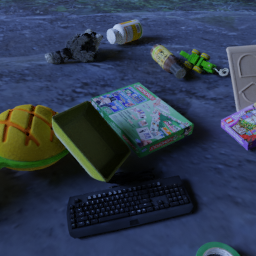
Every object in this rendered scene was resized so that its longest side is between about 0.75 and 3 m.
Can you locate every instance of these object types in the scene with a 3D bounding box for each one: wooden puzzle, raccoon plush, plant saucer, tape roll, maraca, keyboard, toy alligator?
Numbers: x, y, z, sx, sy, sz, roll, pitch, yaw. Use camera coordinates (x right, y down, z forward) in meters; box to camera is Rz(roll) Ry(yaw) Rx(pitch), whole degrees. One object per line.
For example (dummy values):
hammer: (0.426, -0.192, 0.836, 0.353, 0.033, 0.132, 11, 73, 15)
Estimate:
wooden puzzle: (4.766, -1.664, 9.725, 2.457, 0.614, 2.653, -5, 75, -2)
raccoon plush: (-2.416, -3.836, 12.765, 2.619, 1.267, 1.755, -4, 31, -5)
plant saucer: (-0.924, 0.329, 7.029, 1.891, 0.453, 1.893, 50, 25, -2)
tape roll: (1.733, 2.644, 5.311, 0.924, 0.222, 0.924, 0, 38, 0)
maraca: (-2.756, 0.304, 7.055, 2.947, 1.576, 2.020, -16, 45, -38)
keyboard: (-0.021, 1.515, 6.483, 2.833, 0.561, 1.475, -9, 39, -12)
toy alligator: (3.177, -2.582, 11.565, 2.532, 0.751, 0.687, 39, 12, 38)

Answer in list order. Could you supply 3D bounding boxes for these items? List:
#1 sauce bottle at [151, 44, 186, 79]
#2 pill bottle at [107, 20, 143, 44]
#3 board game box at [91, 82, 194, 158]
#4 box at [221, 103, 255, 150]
sauce bottle: (1.689, -2.802, 11.749, 0.736, 0.736, 2.275, -13, 39, -16)
pill bottle: (-0.166, -4.769, 14.029, 1.722, 0.956, 0.956, -27, 46, -30)
board game box: (0.350, -0.402, 8.722, 1.912, 0.414, 2.841, -21, 44, -25)
box: (3.862, -0.163, 8.364, 1.731, 0.338, 1.184, -26, 43, -10)
